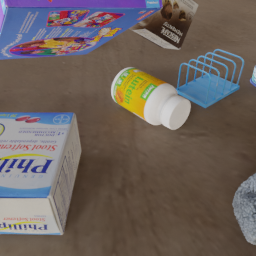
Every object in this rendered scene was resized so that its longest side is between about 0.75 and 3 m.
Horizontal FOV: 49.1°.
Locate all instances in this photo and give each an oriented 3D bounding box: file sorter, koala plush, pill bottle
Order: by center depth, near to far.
[{"bbox_3d":[3.208,1.634,3.703,2.539,2.631,2.863,-2,50,-2],"label":"koala plush"},{"bbox_3d":[0.608,-0.787,7.576,1.147,1.147,2.065,-29,46,-32],"label":"pill bottle"},{"bbox_3d":[2.548,-1.622,8.723,1.767,1.084,1.226,-28,45,-30],"label":"file sorter"}]

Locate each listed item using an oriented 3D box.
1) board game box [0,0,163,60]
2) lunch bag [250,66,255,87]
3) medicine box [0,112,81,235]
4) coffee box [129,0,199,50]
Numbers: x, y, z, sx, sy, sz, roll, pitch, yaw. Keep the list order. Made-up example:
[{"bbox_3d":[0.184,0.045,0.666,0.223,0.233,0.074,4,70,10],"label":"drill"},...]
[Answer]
[{"bbox_3d":[-1.085,-1.693,4.355,1.913,0.637,2.845,-12,7,-28],"label":"board game box"},{"bbox_3d":[5.039,-1.618,8.961,1.869,0.771,1.502,-15,42,-18],"label":"lunch bag"},{"bbox_3d":[-2.177,0.792,5.543,2.101,1.187,2.306,0,38,1],"label":"medicine box"},{"bbox_3d":[0.543,-3.084,7.185,2.294,1.297,0.916,19,7,-34],"label":"coffee box"}]
